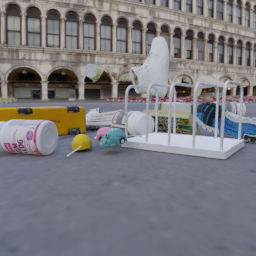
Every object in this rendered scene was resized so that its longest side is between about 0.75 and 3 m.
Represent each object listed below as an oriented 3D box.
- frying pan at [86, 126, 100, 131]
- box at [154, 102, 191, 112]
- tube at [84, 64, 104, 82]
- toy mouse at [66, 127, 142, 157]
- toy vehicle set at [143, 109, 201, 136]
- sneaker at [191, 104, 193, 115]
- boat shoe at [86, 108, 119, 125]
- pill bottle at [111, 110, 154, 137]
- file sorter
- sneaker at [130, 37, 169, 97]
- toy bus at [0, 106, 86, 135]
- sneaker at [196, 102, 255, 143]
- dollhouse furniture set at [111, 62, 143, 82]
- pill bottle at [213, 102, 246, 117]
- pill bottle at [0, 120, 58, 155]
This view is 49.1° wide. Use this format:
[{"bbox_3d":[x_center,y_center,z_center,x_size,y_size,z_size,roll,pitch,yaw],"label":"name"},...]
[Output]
[{"bbox_3d":[-1.276,0.027,10.658,0.608,0.163,1.004,-6,10,-34],"label":"frying pan"},{"bbox_3d":[1.996,-0.680,13.040,0.865,1.040,2.531,-2,6,-13],"label":"box"},{"bbox_3d":[-1.518,-2.575,13.179,0.680,0.608,2.342,-10,5,3],"label":"tube"},{"bbox_3d":[-0.512,0.200,6.948,1.713,0.373,1.928,-10,6,2],"label":"toy mouse"},{"bbox_3d":[1.409,-0.162,9.180,1.726,0.229,1.072,6,-31,39],"label":"toy vehicle set"},{"bbox_3d":[2.620,-0.627,13.933,1.242,0.874,2.338,-4,-4,12],"label":"sneaker"},{"bbox_3d":[-1.405,-0.535,12.786,2.368,0.774,0.871,0,7,1],"label":"boat shoe"},{"bbox_3d":[0.146,-0.149,9.227,0.834,0.834,1.440,-5,9,-36],"label":"pill bottle"},{"bbox_3d":[1.415,-0.311,7.177,2.649,1.650,1.838,4,7,34],"label":"file sorter"},{"bbox_3d":[0.980,-3.021,13.333,1.725,2.985,1.100,3,-8,-23],"label":"sneaker"},{"bbox_3d":[-2.946,-0.225,9.392,2.974,0.968,1.164,-5,7,-33],"label":"toy bus"},{"bbox_3d":[3.155,-0.080,8.561,2.358,0.884,1.022,26,6,30],"label":"sneaker"},{"bbox_3d":[0.219,-3.120,15.270,2.116,1.097,0.937,8,-5,18],"label":"dollhouse furniture set"},{"bbox_3d":[5.589,-0.983,15.693,1.720,0.997,0.997,-1,7,-8],"label":"pill bottle"},{"bbox_3d":[-2.401,0.199,6.460,1.373,0.778,0.778,2,7,17],"label":"pill bottle"}]
